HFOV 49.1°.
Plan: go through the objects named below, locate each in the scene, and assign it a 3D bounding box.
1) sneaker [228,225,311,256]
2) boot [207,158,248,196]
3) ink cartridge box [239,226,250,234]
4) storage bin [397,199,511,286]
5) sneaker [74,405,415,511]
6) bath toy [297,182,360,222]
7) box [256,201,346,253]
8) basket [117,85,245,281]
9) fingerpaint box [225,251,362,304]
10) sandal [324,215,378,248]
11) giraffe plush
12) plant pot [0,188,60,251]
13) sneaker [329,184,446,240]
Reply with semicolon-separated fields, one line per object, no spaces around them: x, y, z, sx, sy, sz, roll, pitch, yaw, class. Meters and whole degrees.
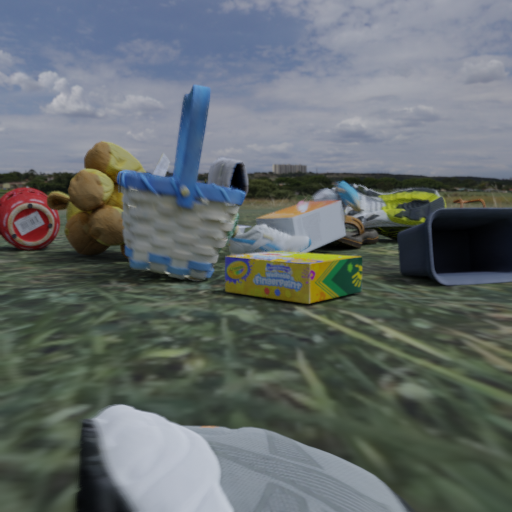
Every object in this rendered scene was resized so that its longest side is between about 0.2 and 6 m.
0.222;-0.260;9.959;1.500;0.606;0.574;-4;4;12;sneaker
-0.641;-1.068;11.587;0.697;1.896;0.906;-1;10;-31;boot
-1.077;-0.598;14.853;1.857;0.364;0.924;-7;9;-41;ink cartridge box
2.785;-0.167;7.833;1.596;1.161;1.072;-2;-4;-19;storage bin
0.154;0.712;0.928;0.772;0.719;1.946;2;4;-23;sneaker
1.237;-0.916;12.305;2.043;0.889;0.755;-22;16;21;bath toy
0.902;-0.560;11.070;0.969;0.760;1.559;1;16;43;box
-1.045;-1.064;7.983;1.763;2.535;2.235;4;12;-10;basket
0.430;0.225;6.535;1.253;0.459;1.045;4;7;41;fingerpaint box
2.127;-0.585;12.894;1.093;0.730;2.674;4;7;34;sandal
-2.869;-0.857;10.625;2.079;2.213;2.564;-23;19;29;giraffe plush
-4.905;-0.745;12.084;1.322;1.322;1.204;-3;16;-28;plant pot
3.151;-0.945;14.495;3.363;1.252;1.423;6;-26;25;sneaker
